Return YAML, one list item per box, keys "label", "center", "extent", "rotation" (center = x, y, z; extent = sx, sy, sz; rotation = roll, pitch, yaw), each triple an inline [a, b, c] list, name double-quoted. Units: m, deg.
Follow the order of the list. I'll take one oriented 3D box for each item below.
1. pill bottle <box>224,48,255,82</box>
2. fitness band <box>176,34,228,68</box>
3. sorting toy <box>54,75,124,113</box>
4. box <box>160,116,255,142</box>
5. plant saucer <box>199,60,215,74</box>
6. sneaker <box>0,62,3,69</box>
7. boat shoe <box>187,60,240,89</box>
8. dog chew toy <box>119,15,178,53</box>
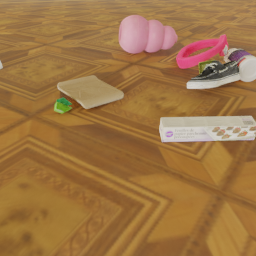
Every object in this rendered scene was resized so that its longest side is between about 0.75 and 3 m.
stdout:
- label: "pill bottle"
  center: [4.595, -2.643, 11.408]
  extent: [0.972, 0.972, 1.744]
  rotation: [-3, 33, -5]
- label: "fitness band"
  center: [3.281, -3.431, 12.426]
  extent: [2.130, 0.555, 2.966]
  rotation: [-9, 26, 28]
- label: "sorting toy"
  center: [-1.612, -1.131, 9.561]
  extent: [2.456, 0.361, 1.815]
  rotation: [-21, 42, -35]
- label: "box"
  center: [2.147, 0.018, 7.566]
  extent: [2.542, 0.492, 0.527]
  rotation: [-2, 35, -3]
- label: "plant saucer"
  center: [3.098, -2.224, 10.975]
  extent: [0.796, 0.798, 0.191]
  rotation: [-13, 14, -16]
- label: "sneaker"
  center: [-6.027, -2.873, 12.232]
  extent: [1.115, 0.493, 0.419]
  rotation: [6, 34, 9]
- label: "boat shoe"
  center: [3.072, -1.956, 10.013]
  extent: [2.579, 0.874, 0.925]
  rotation: [-17, 16, -29]
- label: "dog chew toy"
  center: [1.029, -4.567, 13.903]
  extent: [2.889, 1.799, 1.799]
  rotation: [2, 31, -11]
